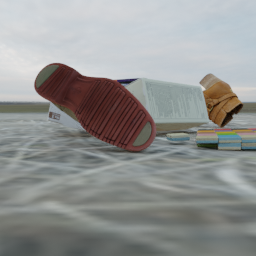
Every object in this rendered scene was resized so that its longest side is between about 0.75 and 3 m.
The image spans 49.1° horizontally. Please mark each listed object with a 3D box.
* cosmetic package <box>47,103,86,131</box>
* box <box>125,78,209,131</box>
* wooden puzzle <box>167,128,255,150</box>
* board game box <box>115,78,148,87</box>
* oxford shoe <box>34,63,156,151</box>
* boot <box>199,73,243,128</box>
[{"bbox_3d":[-1.026,-0.610,6.807,1.084,0.789,2.132,15,14,0],"label":"cosmetic package"},{"bbox_3d":[0.916,-0.494,6.755,2.231,1.060,0.867,0,-14,-42],"label":"box"},{"bbox_3d":[1.984,0.158,4.695,2.647,0.186,1.569,-1,4,15],"label":"wooden puzzle"},{"bbox_3d":[0.056,-1.021,10.865,1.457,1.763,0.500,3,3,29],"label":"board game box"},{"bbox_3d":[-0.466,-0.324,4.608,2.444,0.861,0.914,34,-6,30],"label":"oxford shoe"},{"bbox_3d":[2.645,-0.550,9.434,0.820,2.225,1.722,6,38,-36],"label":"boot"}]
